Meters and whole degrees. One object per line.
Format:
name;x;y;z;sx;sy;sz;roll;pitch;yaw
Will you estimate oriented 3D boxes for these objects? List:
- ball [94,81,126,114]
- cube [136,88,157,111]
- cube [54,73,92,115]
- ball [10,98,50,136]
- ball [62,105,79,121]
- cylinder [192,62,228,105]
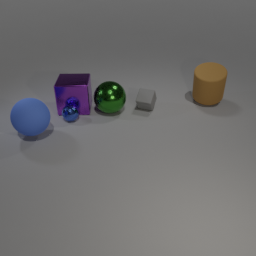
ball;-0.775;-1.316;12.054;1.400;1.400;1.400;0;32;0
cube;0.811;-1.258;12.384;0.700;0.700;0.700;12;68;18
cube;-2.364;-1.500;12.345;1.400;1.400;1.400;-1;32;-2
ball;-3.584;-0.406;10.317;1.400;1.400;1.400;0;32;0
ball;-2.388;-0.620;11.606;0.700;0.700;0.700;0;32;0
cylinder;3.654;-1.992;12.622;1.400;1.400;1.400;-4;48;5
